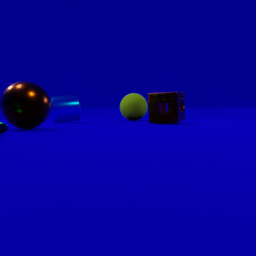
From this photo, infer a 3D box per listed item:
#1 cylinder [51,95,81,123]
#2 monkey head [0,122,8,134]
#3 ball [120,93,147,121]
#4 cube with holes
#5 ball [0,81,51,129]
[{"bbox_3d":[-2.367,-0.735,10.628,1.003,1.003,1.003,-6,6,-16],"label":"cylinder"},{"bbox_3d":[-3.379,-0.181,5.674,1.226,1.027,1.705,-43,-23,14],"label":"monkey head"},{"bbox_3d":[0.253,-0.917,12.306,1.201,1.201,1.201,0,4,0],"label":"ball"},{"bbox_3d":[1.415,-0.746,10.109,1.052,1.052,1.052,0,6,25],"label":"cube with holes"},{"bbox_3d":[-2.722,-0.606,7.508,1.283,1.283,1.283,0,4,0],"label":"ball"}]
